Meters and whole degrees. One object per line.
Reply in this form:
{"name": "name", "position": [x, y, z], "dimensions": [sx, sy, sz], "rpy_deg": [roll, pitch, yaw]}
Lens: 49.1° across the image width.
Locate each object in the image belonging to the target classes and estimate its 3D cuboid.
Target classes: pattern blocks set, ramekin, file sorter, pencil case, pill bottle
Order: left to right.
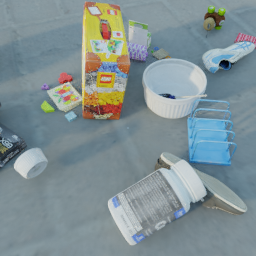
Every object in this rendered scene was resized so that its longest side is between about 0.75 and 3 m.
{"name": "ramekin", "position": [-2.386, 0.910, 6.993], "dimensions": [0.772, 0.772, 0.405], "rpy_deg": [-36, 69, -26]}
{"name": "pattern blocks set", "position": [-2.039, -1.051, 9.222], "dimensions": [1.995, 0.162, 1.753], "rpy_deg": [34, 58, 24]}
{"name": "pencil case", "position": [0.071, -2.909, 10.516], "dimensions": [1.375, 0.577, 0.588], "rpy_deg": [15, 20, 10]}
{"name": "pill bottle", "position": [0.646, 1.583, 6.177], "dimensions": [1.949, 1.109, 1.109], "rpy_deg": [-31, 55, -4]}
{"name": "ramekin", "position": [1.396, -1.184, 8.786], "dimensions": [1.936, 1.016, 1.936], "rpy_deg": [0, 50, 0]}
{"name": "file sorter", "position": [2.312, 0.085, 7.772], "dimensions": [1.101, 0.973, 1.587], "rpy_deg": [5, 50, 3]}

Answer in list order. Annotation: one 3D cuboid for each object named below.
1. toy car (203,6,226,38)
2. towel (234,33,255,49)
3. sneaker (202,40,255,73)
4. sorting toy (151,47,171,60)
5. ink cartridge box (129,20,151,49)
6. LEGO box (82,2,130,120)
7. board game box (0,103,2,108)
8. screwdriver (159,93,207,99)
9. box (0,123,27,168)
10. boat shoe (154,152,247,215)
{"name": "toy car", "position": [3.444, -4.257, 11.469], "dimensions": [0.853, 0.888, 1.081], "rpy_deg": [20, 63, 16]}
{"name": "towel", "position": [4.912, -3.519, 11.294], "dimensions": [1.060, 0.119, 0.767], "rpy_deg": [23, 53, 18]}
{"name": "sneaker", "position": [3.717, -2.567, 10.170], "dimensions": [2.369, 0.851, 0.859], "rpy_deg": [-22, 84, -23]}
{"name": "sorting toy", "position": [1.252, -2.797, 10.702], "dimensions": [0.500, 0.121, 0.888], "rpy_deg": [-33, 57, -19]}
{"name": "ink cartridge box", "position": [0.465, -3.648, 10.761], "dimensions": [0.809, 1.095, 0.415], "rpy_deg": [20, 53, 16]}
{"name": "LEGO box", "position": [-0.807, -2.073, 8.644], "dimensions": [1.152, 2.223, 2.985], "rpy_deg": [1, 51, -11]}
{"name": "board game box", "position": [-4.755, 0.068, 7.480], "dimensions": [1.833, 0.382, 2.710], "rpy_deg": [-5, 36, 2]}
{"name": "screwdriver", "position": [1.459, -0.882, 8.110], "dimensions": [0.295, 0.282, 2.025], "rpy_deg": [-20, 14, -26]}
{"name": "box", "position": [-3.781, 0.441, 7.862], "dimensions": [1.446, 0.360, 1.141], "rpy_deg": [30, 56, 23]}
{"name": "boat shoe", "position": [1.704, 1.474, 6.935], "dimensions": [2.370, 0.675, 0.792], "rpy_deg": [33, 23, 20]}
